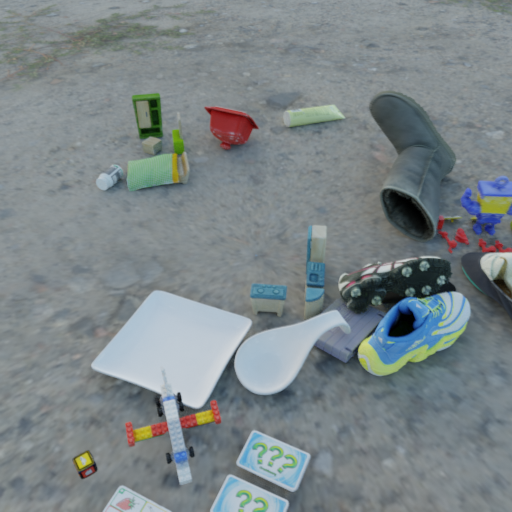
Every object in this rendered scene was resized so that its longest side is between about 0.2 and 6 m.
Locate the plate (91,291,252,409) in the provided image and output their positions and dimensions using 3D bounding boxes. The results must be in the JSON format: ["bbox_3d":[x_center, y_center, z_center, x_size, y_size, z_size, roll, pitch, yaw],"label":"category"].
[{"bbox_3d":[-1.383,1.585,9.633,2.063,0.334,2.067,15,42,18],"label":"plate"}]

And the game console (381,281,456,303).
[{"bbox_3d":[3.133,0.740,10.832,1.018,0.674,1.158,-7,29,42],"label":"game console"}]

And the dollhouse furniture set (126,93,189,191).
[{"bbox_3d":[-2.645,-3.043,14.570,1.555,1.201,3.111,-7,40,-8],"label":"dollhouse furniture set"}]

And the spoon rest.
[{"bbox_3d":[0.614,1.495,9.255,2.092,0.634,1.039,-29,60,-14],"label":"spoon rest"}]

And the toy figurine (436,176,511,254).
[{"bbox_3d":[5.238,-0.959,11.815,2.497,1.496,1.317,3,40,4],"label":"toy figurine"}]

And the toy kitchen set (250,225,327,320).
[{"bbox_3d":[0.641,0.257,10.732,1.346,0.990,1.680,4,39,5],"label":"toy kitchen set"}]

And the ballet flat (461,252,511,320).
[{"bbox_3d":[4.845,0.566,10.381,1.039,1.039,2.845,-9,40,-11],"label":"ballet flat"}]

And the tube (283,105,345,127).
[{"bbox_3d":[1.705,-4.147,16.562,1.815,0.527,0.471,-14,4,-21],"label":"tube"}]

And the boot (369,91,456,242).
[{"bbox_3d":[3.355,-2.161,12.961,2.932,1.170,3.225,41,51,-2],"label":"boot"}]

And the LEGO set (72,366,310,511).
[{"bbox_3d":[-0.984,2.912,7.617,2.943,0.722,2.198,19,48,18],"label":"LEGO set"}]

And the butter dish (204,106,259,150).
[{"bbox_3d":[-0.732,-3.393,15.249,1.348,1.000,1.352,14,-1,11],"label":"butter dish"}]

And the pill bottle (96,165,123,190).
[{"bbox_3d":[-3.631,-1.937,13.869,0.387,0.387,0.685,15,42,18],"label":"pill bottle"}]

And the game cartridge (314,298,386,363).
[{"bbox_3d":[1.583,1.259,10.031,0.950,0.281,1.466,23,38,31],"label":"game cartridge"}]

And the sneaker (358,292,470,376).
[{"bbox_3d":[2.851,1.118,9.372,2.450,1.287,0.928,-29,63,-24],"label":"sneaker"}]

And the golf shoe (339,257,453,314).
[{"bbox_3d":[2.515,0.343,10.292,2.068,0.798,0.911,-14,28,0],"label":"golf shoe"}]
